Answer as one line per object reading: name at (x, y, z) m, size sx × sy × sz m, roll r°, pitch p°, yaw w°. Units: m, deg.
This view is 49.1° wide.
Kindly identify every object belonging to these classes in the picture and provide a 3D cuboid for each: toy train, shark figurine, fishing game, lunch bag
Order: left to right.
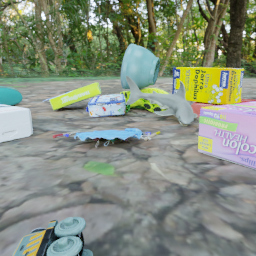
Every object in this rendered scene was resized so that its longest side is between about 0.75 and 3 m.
toy train at (-0.704, 1.214, 2.346) m, size 0.729 × 0.545 × 1.279 m, roll -10°, pitch 13°, yaw -2°
lunch bag at (-0.870, -0.930, 11.317) m, size 1.545 × 0.729 × 1.929 m, roll -3°, pitch 13°, yaw 1°
fishing game at (-0.478, 0.244, 7.008) m, size 2.469 × 0.384 × 1.768 m, roll 0°, pitch 5°, yaw 15°
shark figurine at (1.426, -1.138, 10.005) m, size 1.814 × 1.267 × 3.036 m, roll -13°, pitch 33°, yaw -44°

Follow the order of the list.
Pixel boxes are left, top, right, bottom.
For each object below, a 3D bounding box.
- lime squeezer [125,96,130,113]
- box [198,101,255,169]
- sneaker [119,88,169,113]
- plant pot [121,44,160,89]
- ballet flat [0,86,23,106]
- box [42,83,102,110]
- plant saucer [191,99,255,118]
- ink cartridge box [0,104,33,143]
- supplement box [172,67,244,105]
lime squeezer at (-0.064, -0.889, 11.649) m, size 0.212 × 0.396 × 1.122 m, roll -13°, pitch -21°, yaw -38°
box at (2.987, 0.076, 6.124) m, size 2.155 × 1.042 × 1.895 m, roll -9°, pitch 16°, yaw -33°
sneaker at (0.858, -1.313, 12.311) m, size 2.870 × 1.063 × 1.199 m, roll 10°, pitch 20°, yaw 40°
plant pot at (0.594, -2.419, 11.558) m, size 1.255 × 1.874 × 1.874 m, roll 14°, pitch 16°, yaw 14°
ballet flat at (-6.487, -1.420, 13.101) m, size 1.016 × 0.972 × 2.887 m, roll 3°, pitch 11°, yaw 45°
box at (-2.399, -1.396, 12.438) m, size 2.426 × 0.578 × 1.479 m, roll -19°, pitch 10°, yaw 0°
plant saucer at (4.072, -0.838, 11.431) m, size 2.940 × 0.541 × 2.946 m, roll 6°, pitch 13°, yaw 26°
ink cartridge box at (-3.794, -0.172, 7.833) m, size 1.866 × 0.801 × 1.366 m, roll 8°, pitch 15°, yaw 38°
supplement box at (3.119, -1.733, 11.159) m, size 2.437 × 1.327 × 1.335 m, roll 12°, pitch 17°, yaw 42°
